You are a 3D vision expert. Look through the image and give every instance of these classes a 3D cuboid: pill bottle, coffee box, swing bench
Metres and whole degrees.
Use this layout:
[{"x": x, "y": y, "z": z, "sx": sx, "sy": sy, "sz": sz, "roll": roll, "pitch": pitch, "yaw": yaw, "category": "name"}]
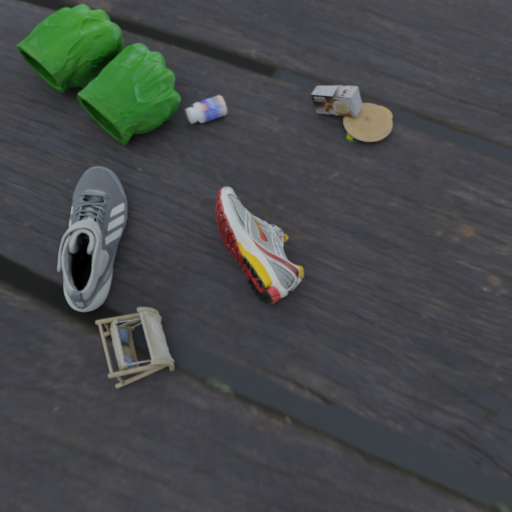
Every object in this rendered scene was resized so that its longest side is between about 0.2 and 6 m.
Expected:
[{"x": -1.138, "y": -3.312, "z": 12.768, "sx": 0.836, "sy": 0.468, "sz": 0.468, "roll": -21, "pitch": 65, "yaw": -11, "category": "pill bottle"}, {"x": 1.820, "y": -3.518, "z": 12.656, "sx": 1.016, "sy": 0.581, "sz": 0.405, "roll": 16, "pitch": 61, "yaw": 32, "category": "coffee box"}, {"x": -2.165, "y": 1.613, "z": 10.107, "sx": 1.129, "sy": 0.733, "sz": 1.123, "roll": -17, "pitch": 64, "yaw": -10, "category": "swing bench"}]

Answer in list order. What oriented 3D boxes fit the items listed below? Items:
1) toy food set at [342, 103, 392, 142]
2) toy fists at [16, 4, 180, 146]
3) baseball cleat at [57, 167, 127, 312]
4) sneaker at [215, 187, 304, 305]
[{"x": 2.525, "y": -3.036, "z": 12.762, "sx": 1.140, "sy": 0.280, "sz": 1.151, "roll": 7, "pitch": 64, "yaw": 4, "category": "toy food set"}, {"x": -3.457, "y": -4.230, "z": 12.817, "sx": 3.974, "sy": 1.367, "sz": 2.026, "roll": 40, "pitch": 77, "yaw": 17, "category": "toy fists"}, {"x": -3.072, "y": -0.583, "z": 10.696, "sx": 1.113, "sy": 1.698, "sz": 3.191, "roll": 0, "pitch": 66, "yaw": -10, "category": "baseball cleat"}, {"x": 0.000, "y": -0.300, "z": 11.060, "sx": 1.050, "sy": 0.995, "sz": 2.557, "roll": -27, "pitch": 75, "yaw": -18, "category": "sneaker"}]
